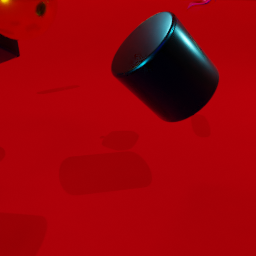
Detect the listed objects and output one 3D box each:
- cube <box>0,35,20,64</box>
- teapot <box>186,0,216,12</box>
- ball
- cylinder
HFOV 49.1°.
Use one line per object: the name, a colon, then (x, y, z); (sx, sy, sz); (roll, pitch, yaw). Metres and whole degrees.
cube: (-2.757, -1.768, 5.281); (0.910, 0.910, 0.910); (-14, -8, 16)
teapot: (1.623, -2.905, 5.169); (0.812, 1.658, 1.031); (24, 31, 6)
ball: (-1.819, -2.120, 4.625); (1.288, 1.288, 1.288); (0, 27, 0)
cylinder: (0.619, -0.982, 4.710); (1.322, 1.322, 1.322); (-33, 35, 27)
